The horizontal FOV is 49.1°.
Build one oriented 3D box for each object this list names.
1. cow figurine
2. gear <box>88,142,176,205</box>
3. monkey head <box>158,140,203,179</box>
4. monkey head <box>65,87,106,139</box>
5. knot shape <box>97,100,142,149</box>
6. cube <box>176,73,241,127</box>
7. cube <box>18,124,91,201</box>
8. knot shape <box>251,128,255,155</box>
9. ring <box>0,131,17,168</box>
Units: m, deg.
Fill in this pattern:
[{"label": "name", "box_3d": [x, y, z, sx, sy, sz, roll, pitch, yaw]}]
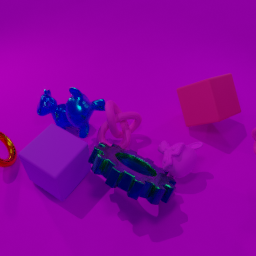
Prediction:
[{"label": "cow figurine", "box_3d": [-1.945, -0.513, 8.357, 1.442, 1.419, 0.792, -5, 45, -5]}, {"label": "gear", "box_3d": [0.112, 1.009, 6.590, 2.079, 0.385, 2.079, 25, 11, -5]}, {"label": "monkey head", "box_3d": [1.239, 0.747, 7.133, 0.819, 1.359, 0.977, 31, 8, -31]}, {"label": "monkey head", "box_3d": [-1.154, -0.497, 7.625, 1.044, 1.452, 0.875, -5, 23, 7]}, {"label": "knot shape", "box_3d": [-0.301, 0.035, 7.899, 0.670, 1.450, 1.357, 8, 71, 48]}, {"label": "cube", "box_3d": [2.399, -0.821, 8.343, 1.212, 1.212, 1.212, -18, 4, -38]}, {"label": "cube", "box_3d": [-1.750, 0.847, 6.955, 1.173, 1.173, 1.173, 27, 54, 20]}, {"label": "knot shape", "box_3d": [3.439, 0.464, 6.787, 0.499, 1.080, 1.011, -26, 63, 0]}, {"label": "ring", "box_3d": [-3.440, 0.539, 7.473, 0.228, 1.140, 1.140, -31, 42, 14]}]
